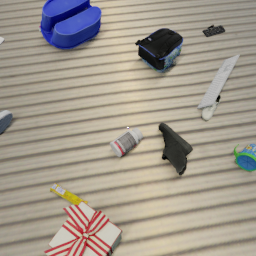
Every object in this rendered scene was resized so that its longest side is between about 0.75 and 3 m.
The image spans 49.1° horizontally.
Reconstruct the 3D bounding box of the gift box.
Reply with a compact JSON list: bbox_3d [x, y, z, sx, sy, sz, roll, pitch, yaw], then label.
[{"bbox_3d":[-1.263,3.161,7.907,1.772,1.655,1.635,27,64,13],"label":"gift box"}]

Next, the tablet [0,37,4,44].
[{"bbox_3d":[-6.372,-3.737,12.711,0.892,0.094,1.371,23,63,12],"label":"tablet"}]

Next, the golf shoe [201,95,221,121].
[{"bbox_3d":[3.207,-0.824,10.750,0.448,0.556,1.144,29,74,6],"label":"golf shoe"}]

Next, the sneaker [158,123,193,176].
[{"bbox_3d":[1.482,0.689,9.861,1.029,0.593,1.974,-43,54,-5],"label":"sneaker"}]

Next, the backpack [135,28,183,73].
[{"bbox_3d":[1.398,-3.307,11.797,1.682,1.236,1.539,-41,66,-18],"label":"backpack"}]

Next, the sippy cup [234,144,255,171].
[{"bbox_3d":[4.246,0.969,9.711,0.749,0.802,1.022,-46,108,-33],"label":"sippy cup"}]

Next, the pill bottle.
[{"bbox_3d":[-0.030,0.476,10.008,1.127,0.624,0.624,-35,66,-17],"label":"pill bottle"}]

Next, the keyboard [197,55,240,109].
[{"bbox_3d":[3.667,-1.895,11.270,0.153,0.810,2.876,40,65,-14],"label":"keyboard"}]

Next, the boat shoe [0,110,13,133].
[{"bbox_3d":[-5.269,0.046,10.149,0.793,0.806,2.236,39,69,15],"label":"boat shoe"}]

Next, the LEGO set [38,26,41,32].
[{"bbox_3d":[-3.675,-4.703,13.091,1.004,0.374,0.462,-13,61,-7],"label":"LEGO set"}]

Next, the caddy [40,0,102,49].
[{"bbox_3d":[-2.516,-4.801,12.554,2.871,1.507,2.029,-34,89,-19],"label":"caddy"}]

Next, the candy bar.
[{"bbox_3d":[-1.988,2.250,9.286,1.394,0.154,0.348,26,60,15],"label":"candy bar"}]

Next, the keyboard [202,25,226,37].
[{"bbox_3d":[4.019,-4.640,13.202,1.023,0.131,0.614,-19,62,-11],"label":"keyboard"}]
